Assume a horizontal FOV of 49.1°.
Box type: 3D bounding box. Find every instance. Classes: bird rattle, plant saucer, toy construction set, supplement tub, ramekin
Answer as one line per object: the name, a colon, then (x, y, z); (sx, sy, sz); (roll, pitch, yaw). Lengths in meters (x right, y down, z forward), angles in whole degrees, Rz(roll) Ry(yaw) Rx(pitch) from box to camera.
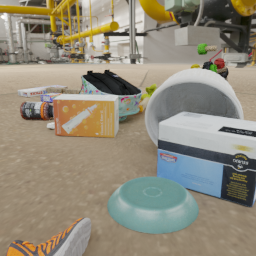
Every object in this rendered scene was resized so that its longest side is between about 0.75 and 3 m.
bird rattle: (0.327, -1.251, 12.792); (2.277, 1.283, 1.857); (6, 34, 30)
plant saucer: (0.467, 1.332, 5.323); (1.732, 0.311, 1.732); (0, 16, 0)
toy construction set: (2.141, -1.129, 9.216); (2.059, 2.235, 2.679); (7, -7, 37)
supplement tub: (-3.636, -0.698, 11.477); (1.368, 0.732, 0.732); (3, 17, 6)
ramekin: (1.678, -0.403, 7.161); (2.331, 2.331, 1.224); (5, 34, 16)

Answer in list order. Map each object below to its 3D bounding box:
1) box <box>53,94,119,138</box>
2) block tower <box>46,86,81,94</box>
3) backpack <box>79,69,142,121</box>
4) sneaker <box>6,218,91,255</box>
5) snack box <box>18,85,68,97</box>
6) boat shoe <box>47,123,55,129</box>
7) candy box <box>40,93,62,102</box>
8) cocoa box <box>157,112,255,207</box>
box: (-1.392, -0.442, 9.598); (2.058, 1.280, 1.003); (2, 16, 5)
block tower: (-3.566, -1.981, 16.050); (2.237, 0.647, 0.604); (7, 18, 16)
backpack: (-0.661, -1.221, 11.222); (2.106, 1.786, 2.372); (-10, 29, -38)
sneaker: (-1.123, 1.637, 3.847); (0.804, 0.557, 1.435); (8, 18, 21)
snack box: (-5.327, -2.371, 17.778); (1.076, 0.364, 2.992); (13, 21, 38)
boat shoe: (-2.468, -0.236, 10.462); (1.170, 0.406, 0.414); (-11, 20, -32)
candy box: (-4.177, -1.672, 15.307); (0.969, 0.373, 0.819); (10, 21, 41)
cocoa box: (1.843, 0.550, 6.083); (2.087, 1.369, 1.392); (11, 20, 32)
